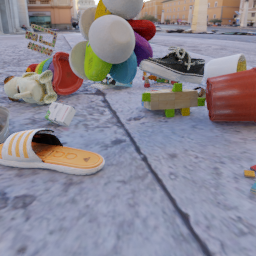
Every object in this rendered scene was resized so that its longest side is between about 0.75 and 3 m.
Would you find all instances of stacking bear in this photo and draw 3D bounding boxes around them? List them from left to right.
[{"bbox_3d":[-3.643,-2.465,13.035,2.991,1.816,1.701,8,8,38],"label":"stacking bear"}]

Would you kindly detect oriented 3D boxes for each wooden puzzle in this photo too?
[{"bbox_3d":[3.376,1.282,5.941,1.948,0.137,1.155,20,30,39],"label":"wooden puzzle"}]

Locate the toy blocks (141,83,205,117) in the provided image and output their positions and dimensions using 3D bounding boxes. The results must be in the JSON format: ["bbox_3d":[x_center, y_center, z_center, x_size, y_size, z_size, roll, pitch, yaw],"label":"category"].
[{"bbox_3d":[1.467,-1.135,10.693,2.379,1.189,1.626,-5,12,-13],"label":"toy blocks"}]

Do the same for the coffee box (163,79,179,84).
[{"bbox_3d":[2.171,-2.560,14.871,1.032,0.227,0.634,15,30,33],"label":"coffee box"}]

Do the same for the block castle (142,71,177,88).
[{"bbox_3d":[1.566,-2.537,14.177,1.662,0.780,1.111,-7,36,-1],"label":"block castle"}]

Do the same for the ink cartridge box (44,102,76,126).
[{"bbox_3d":[-2.264,-0.466,9.393,0.869,0.366,0.635,15,72,28],"label":"ink cartridge box"}]

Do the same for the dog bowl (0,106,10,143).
[{"bbox_3d":[-4.702,0.026,8.153,2.484,0.728,2.484,-1,23,0],"label":"dog bowl"}]

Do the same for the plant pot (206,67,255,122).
[{"bbox_3d":[3.702,-1.042,9.391,1.960,2.015,2.015,-5,22,9],"label":"plant pot"}]

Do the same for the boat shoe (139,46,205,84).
[{"bbox_3d":[1.169,-1.531,6.665,2.263,0.773,0.836,0,22,-41],"label":"boat shoe"}]

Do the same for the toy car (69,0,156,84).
[{"bbox_3d":[-0.208,-2.136,6.724,1.826,2.436,2.132,19,-17,-26],"label":"toy car"}]

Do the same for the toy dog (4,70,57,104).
[{"bbox_3d":[-4.138,-1.522,11.379,1.911,1.334,1.853,10,39,28],"label":"toy dog"}]

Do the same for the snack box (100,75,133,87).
[{"bbox_3d":[-0.871,-2.438,14.062,1.999,0.371,1.161,21,16,38],"label":"snack box"}]

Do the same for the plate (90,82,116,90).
[{"bbox_3d":[-1.260,-2.131,13.980,0.942,0.152,0.940,-21,31,-40],"label":"plate"}]

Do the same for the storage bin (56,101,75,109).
[{"bbox_3d":[-2.327,-0.699,10.174,0.795,0.578,0.534,21,20,40],"label":"storage bin"}]

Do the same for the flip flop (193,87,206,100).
[{"bbox_3d":[2.984,-1.505,12.047,1.735,0.499,0.704,-13,26,-27],"label":"flip flop"}]

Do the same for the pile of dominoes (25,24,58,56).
[{"bbox_3d":[-2.875,-2.863,9.173,1.069,0.833,0.170,22,22,12],"label":"pile of dominoes"}]

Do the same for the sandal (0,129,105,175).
[{"bbox_3d":[-2.017,0.434,7.009,3.003,0.861,1.151,5,24,12],"label":"sandal"}]

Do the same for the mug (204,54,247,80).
[{"bbox_3d":[4.800,-2.607,13.862,1.701,2.072,1.659,7,55,37],"label":"mug"}]
